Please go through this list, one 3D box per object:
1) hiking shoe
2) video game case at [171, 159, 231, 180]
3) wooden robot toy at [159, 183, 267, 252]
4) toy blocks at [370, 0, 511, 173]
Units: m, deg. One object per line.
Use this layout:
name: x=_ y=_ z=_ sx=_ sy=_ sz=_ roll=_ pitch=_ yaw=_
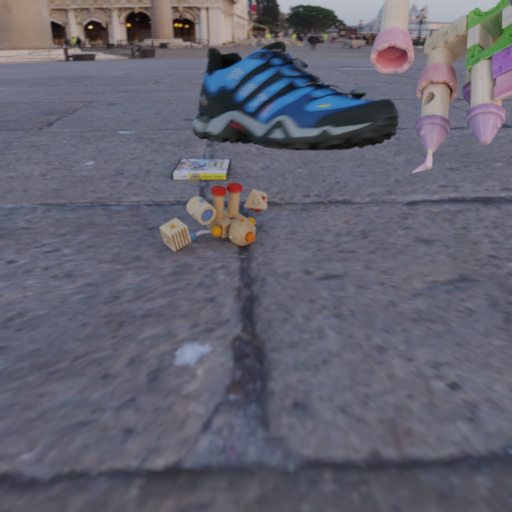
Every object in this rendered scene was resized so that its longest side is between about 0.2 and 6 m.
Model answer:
hiking shoe: x=0.278 y=-1.665 z=5.784 sx=2.503 sy=1.085 sz=0.931 roll=13 pitch=17 yaw=36
video game case: x=-1.317 y=-2.139 z=13.734 sx=1.325 sy=0.187 sz=1.466 roll=0 pitch=24 yaw=1
wooden robot toy: x=-0.442 y=-0.582 z=9.433 sx=2.197 sy=0.968 sz=0.997 roll=-18 pitch=40 yaw=-34
toy blocks: x=3.115 y=-2.290 z=7.042 sx=2.613 sy=2.200 sz=2.442 roll=25 pitch=-27 yaw=-31
